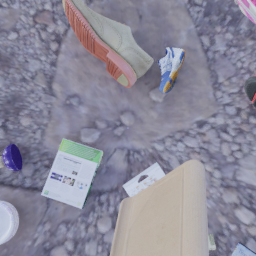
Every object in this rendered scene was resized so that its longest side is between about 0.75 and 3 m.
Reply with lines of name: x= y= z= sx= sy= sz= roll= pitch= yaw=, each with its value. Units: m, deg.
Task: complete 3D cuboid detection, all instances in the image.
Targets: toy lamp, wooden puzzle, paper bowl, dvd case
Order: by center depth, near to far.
wooden puzzle: x=0.334 y=1.151 z=3.196 sx=0.260 sy=1.397 sz=1.292 roll=36 pitch=40 yaw=-21
dvd case: x=1.994 y=2.510 z=4.875 sx=0.577 sy=0.071 sz=0.809 roll=34 pitch=78 yaw=4
paper bowl: x=-3.027 y=2.190 z=6.486 sx=0.984 sy=0.512 sz=0.984 roll=0 pitch=77 yaw=0
toy lamp: x=-3.948 y=1.071 z=6.642 sx=2.659 sy=0.774 sz=0.774 roll=-17 pitch=77 yaw=-3

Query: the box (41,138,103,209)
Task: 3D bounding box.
box: x=-1.345 y=1.107 z=6.884 sx=1.063 sy=0.268 sz=1.472 roll=18 pitch=78 yaw=4

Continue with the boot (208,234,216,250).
boot: x=1.731 y=2.833 z=6.463 sx=0.583 sy=0.271 sz=0.753 roll=0 pitch=75 yaw=-1

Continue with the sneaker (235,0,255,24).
sneaker: x=1.929 y=-2.220 z=4.222 sx=0.888 sy=0.963 sz=2.183 roll=-37 pitch=116 yaw=15

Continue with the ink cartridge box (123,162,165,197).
ink cartridge box: x=0.537 y=1.502 z=6.802 sx=1.049 sy=0.229 sz=0.911 roll=-33 pitch=78 yaw=-7

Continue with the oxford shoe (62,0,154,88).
oxford shoe: x=-0.565 y=-2.437 z=7.416 sx=1.087 sy=1.043 sz=2.946 roll=-40 pitch=89 yaw=-15

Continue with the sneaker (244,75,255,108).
sneaker: x=4.362 y=-0.865 z=7.133 sx=2.790 sy=1.028 sz=1.210 roll=18 pitch=57 yaw=7

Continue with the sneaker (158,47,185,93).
sneaker: x=1.038 y=-1.538 z=7.451 sx=0.600 sy=0.512 sz=1.361 roll=19 pitch=70 yaw=16
